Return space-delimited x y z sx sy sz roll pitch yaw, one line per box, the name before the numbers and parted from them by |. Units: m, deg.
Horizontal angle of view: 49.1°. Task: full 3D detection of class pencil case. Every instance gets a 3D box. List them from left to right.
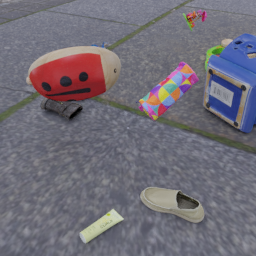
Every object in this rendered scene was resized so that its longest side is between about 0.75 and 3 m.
pencil case | 0.969 -0.901 6.947 1.592 0.703 0.703 -40 45 4

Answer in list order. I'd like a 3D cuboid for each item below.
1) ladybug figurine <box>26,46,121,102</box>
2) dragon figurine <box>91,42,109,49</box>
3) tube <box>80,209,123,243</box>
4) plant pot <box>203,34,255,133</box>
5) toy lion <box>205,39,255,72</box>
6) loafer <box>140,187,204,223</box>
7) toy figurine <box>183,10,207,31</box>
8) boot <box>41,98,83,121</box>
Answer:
ladybug figurine | -1.621 -1.546 8.681 2.944 1.998 1.059 -11 64 -4
dragon figurine | -1.735 -4.147 15.186 1.988 0.585 0.988 -26 46 -30
tube | -0.686 2.477 7.134 1.144 0.297 0.332 -24 83 -34
plant pot | 4.363 -1.583 10.425 2.398 2.667 2.667 -26 45 -21
toy lion | 4.916 -3.418 14.213 2.481 0.888 2.588 -22 43 -14
loafer | 1.194 1.935 7.527 1.769 0.604 0.669 14 41 17
toy figurine | 2.907 -4.731 11.920 0.854 0.928 0.696 -25 52 23
boot | -2.491 -0.999 11.345 1.512 0.601 1.737 19 46 14
